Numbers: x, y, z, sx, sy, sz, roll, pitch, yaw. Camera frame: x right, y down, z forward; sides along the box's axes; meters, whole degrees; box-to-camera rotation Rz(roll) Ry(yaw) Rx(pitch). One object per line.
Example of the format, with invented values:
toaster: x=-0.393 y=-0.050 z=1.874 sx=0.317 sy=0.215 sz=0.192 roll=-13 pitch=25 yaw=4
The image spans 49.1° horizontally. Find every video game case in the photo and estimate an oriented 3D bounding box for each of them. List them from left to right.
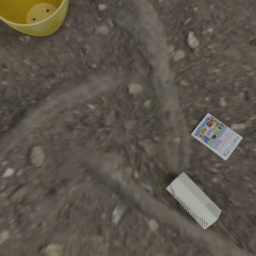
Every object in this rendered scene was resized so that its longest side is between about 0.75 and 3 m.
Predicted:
video game case: x=2.549 y=0.234 z=8.061 sx=1.196 sy=0.108 sz=0.857 roll=38 pitch=75 yaw=12

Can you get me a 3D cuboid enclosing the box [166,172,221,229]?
box: x=1.667 y=1.824 z=7.135 sx=1.368 sy=0.562 sz=0.468 roll=46 pitch=118 yaw=16

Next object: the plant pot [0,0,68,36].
plant pot: x=-2.827 y=-3.763 z=8.610 sx=2.268 sy=1.610 sz=2.268 roll=0 pitch=80 yaw=0
